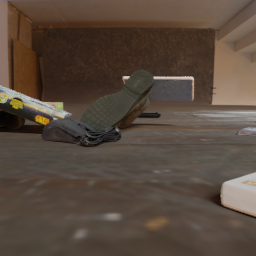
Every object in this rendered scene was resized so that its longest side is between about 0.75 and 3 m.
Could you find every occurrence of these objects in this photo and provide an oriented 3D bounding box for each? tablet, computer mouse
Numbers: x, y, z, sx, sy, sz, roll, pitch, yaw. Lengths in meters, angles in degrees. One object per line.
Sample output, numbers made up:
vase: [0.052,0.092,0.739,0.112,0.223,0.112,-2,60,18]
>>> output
tablet: [1.014,-1.274,9.120,2.193,0.150,1.427,2,-23,14]
computer mouse: [-1.229,0.035,6.639,1.945,0.513,1.347,3,8,30]

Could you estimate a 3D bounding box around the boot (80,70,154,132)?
boot: [-0.188,-0.400,8.475,2.696,0.913,1.761,-41,-21,-20]

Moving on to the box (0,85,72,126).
box: [-3.183,-0.704,8.323,2.854,0.569,1.954,22,1,-7]

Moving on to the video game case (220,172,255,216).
video game case: [2.414,0.621,2.304,2.168,0.262,2.378,-5,8,-38]

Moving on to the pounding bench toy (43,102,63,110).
pounding bench toy: [-3.238,-0.708,12.188,1.041,0.829,1.334,3,7,29]

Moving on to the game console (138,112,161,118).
game console: [0.449,-0.728,14.823,2.641,0.318,1.558,3,7,22]

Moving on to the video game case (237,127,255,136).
video game case: [3.962,0.126,7.602,1.590,0.151,1.136,6,9,40]

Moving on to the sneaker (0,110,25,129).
sneaker: [-4.003,-0.381,9.654,2.161,0.649,1.127,1,13,31]
